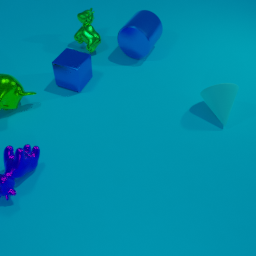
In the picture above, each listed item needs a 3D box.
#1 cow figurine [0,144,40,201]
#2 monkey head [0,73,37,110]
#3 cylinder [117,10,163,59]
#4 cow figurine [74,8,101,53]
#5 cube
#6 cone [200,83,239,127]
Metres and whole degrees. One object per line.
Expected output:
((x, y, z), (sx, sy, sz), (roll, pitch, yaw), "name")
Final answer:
((-2.758, 1.066, 6.933), (0.701, 1.256, 1.277), (8, 4, 24), "cow figurine")
((-3.708, -1.062, 8.271), (1.773, 1.068, 1.275), (24, 10, -17), "monkey head")
((0.456, -3.459, 10.360), (1.303, 1.303, 1.303), (20, 52, 16), "cylinder")
((-1.429, -3.683, 10.470), (1.345, 0.738, 1.324), (40, 96, 8), "cow figurine")
((-1.818, -1.930, 9.301), (0.939, 0.939, 0.939), (18, 50, 13), "cube")
((2.817, -0.580, 8.398), (1.137, 1.137, 1.141), (-3, 73, -3), "cone")
